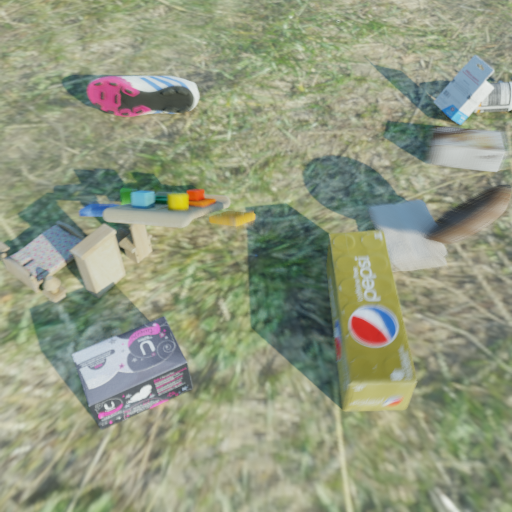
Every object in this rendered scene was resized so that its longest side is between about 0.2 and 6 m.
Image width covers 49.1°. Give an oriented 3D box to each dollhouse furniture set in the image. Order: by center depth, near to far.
[{"bbox_3d":[-3.427,-0.412,10.053,2.354,1.149,2.007,29,55,23],"label":"dollhouse furniture set"}]

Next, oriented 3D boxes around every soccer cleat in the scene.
[{"bbox_3d":[-2.634,-3.839,13.338,2.590,0.905,1.118,5,33,2],"label":"soccer cleat"}]

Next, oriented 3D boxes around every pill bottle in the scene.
[{"bbox_3d":[5.684,-3.727,13.174,1.148,0.668,0.668,-1,49,10],"label":"pill bottle"}]

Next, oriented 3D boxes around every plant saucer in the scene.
[{"bbox_3d":[3.686,-0.655,9.674,1.644,1.644,0.301,-37,94,-28],"label":"plant saucer"}]

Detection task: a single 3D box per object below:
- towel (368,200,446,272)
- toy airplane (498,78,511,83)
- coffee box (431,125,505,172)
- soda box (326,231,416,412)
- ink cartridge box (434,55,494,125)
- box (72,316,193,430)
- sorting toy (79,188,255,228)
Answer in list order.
[{"bbox_3d":[2.846,-0.419,10.577,1.111,0.289,1.677,-7,48,-3],"label":"towel"},{"bbox_3d":[6.350,-3.974,13.540,1.027,0.725,1.022,-47,44,10],"label":"toy airplane"},{"bbox_3d":[4.525,-2.320,12.077,1.375,0.548,0.786,8,45,7],"label":"coffee box"},{"bbox_3d":[1.738,0.950,8.969,0.975,0.922,2.880,-2,49,1],"label":"soda box"},{"bbox_3d":[4.864,-3.806,12.892,0.446,1.338,0.775,14,37,-39],"label":"ink cartridge box"},{"bbox_3d":[-1.836,1.723,8.386,1.485,0.852,0.981,-21,52,-17],"label":"box"},{"bbox_3d":[-1.577,-0.990,10.241,3.328,0.453,1.874,6,18,20],"label":"sorting toy"}]
